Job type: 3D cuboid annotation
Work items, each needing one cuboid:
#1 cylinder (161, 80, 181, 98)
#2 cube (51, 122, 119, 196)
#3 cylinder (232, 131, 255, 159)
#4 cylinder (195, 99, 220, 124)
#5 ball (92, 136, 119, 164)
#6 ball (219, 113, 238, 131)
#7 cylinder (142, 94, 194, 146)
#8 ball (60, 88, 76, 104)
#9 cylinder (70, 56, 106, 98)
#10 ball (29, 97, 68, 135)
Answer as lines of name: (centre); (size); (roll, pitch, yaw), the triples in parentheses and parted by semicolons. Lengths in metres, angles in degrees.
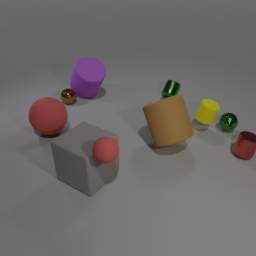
cylinder: (1.991, -1.754, 12.957); (0.700, 0.700, 0.700); (19, 76, 28)
cube: (-1.228, 0.870, 8.358); (1.400, 1.400, 1.400); (20, 37, 29)
cylinder: (3.969, 0.571, 9.377); (0.700, 0.700, 0.700); (10, 31, -6)
cylinder: (2.954, -0.611, 10.441); (0.700, 0.700, 0.700); (12, 38, -10)
ball: (-0.570, 0.566, 7.177); (0.700, 0.700, 0.700); (0, 32, 0)
ball: (3.838, -0.242, 10.694); (0.700, 0.700, 0.700); (0, 32, 0)
cylinder: (1.351, -0.262, 9.418); (1.400, 1.400, 1.400); (-18, 6, 2)
ball: (-2.700, -1.440, 12.691); (0.700, 0.700, 0.700); (0, 32, 0)
cylinder: (-1.864, -2.326, 12.949); (1.400, 1.400, 1.400); (10, 61, -18)
ball: (-2.958, -0.452, 10.417); (1.400, 1.400, 1.400); (0, 32, 0)
